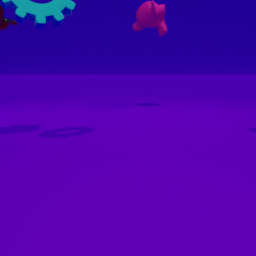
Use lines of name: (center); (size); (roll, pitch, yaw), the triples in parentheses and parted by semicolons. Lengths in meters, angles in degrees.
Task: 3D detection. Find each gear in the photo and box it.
gear: (-1.510, -2.340, 4.656); (1.299, 1.299, 0.240); (-5, -2, -25)

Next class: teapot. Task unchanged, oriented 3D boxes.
teapot: (-2.876, -2.291, 5.156); (1.902, 1.183, 0.932); (24, 30, -46)

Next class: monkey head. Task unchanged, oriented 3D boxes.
monkey head: (0.813, -3.705, 9.627); (0.965, 1.152, 1.601); (-17, -3, -25)
